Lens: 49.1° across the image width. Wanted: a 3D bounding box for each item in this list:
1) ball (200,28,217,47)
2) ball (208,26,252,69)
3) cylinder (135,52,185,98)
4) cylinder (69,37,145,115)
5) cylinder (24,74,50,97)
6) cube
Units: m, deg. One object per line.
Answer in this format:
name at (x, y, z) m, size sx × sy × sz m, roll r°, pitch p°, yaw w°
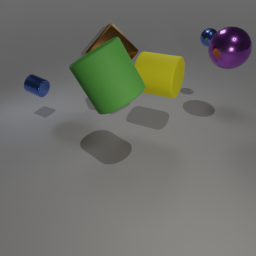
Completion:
ball at (3.230, -3.598, 11.125) m, size 0.700 × 0.700 × 0.700 m, roll 0°, pitch 33°, yaw 0°
ball at (3.459, -2.712, 9.532) m, size 1.400 × 1.400 × 1.400 m, roll 0°, pitch 33°, yaw 0°
cylinder at (1.067, -1.822, 9.614) m, size 1.400 × 1.400 × 1.400 m, roll 14°, pitch 35°, yaw 22°
cylinder at (-0.496, -1.281, 6.935) m, size 1.400 × 1.400 × 1.400 m, roll -28°, pitch 19°, yaw 11°
cylinder at (-3.497, -1.623, 10.772) m, size 0.700 × 0.700 × 0.700 m, roll 24°, pitch 38°, yaw 14°
cube at (-0.721, -2.820, 10.473) m, size 1.400 × 1.400 × 1.400 m, roll -50°, pitch 21°, yaw -1°
